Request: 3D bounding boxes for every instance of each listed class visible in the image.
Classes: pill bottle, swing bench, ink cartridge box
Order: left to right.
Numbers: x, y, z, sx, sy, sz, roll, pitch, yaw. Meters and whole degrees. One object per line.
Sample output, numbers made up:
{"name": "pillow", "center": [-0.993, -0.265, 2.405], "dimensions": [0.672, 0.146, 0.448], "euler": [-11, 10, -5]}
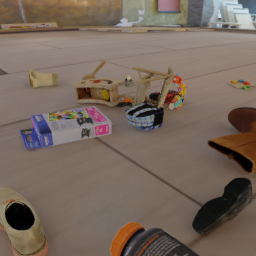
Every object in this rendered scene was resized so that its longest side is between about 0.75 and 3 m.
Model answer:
{"name": "ink cartridge box", "center": [-2.221, -0.077, 9.818], "dimensions": [2.914, 0.611, 1.739], "euler": [-13, 28, -23]}
{"name": "swing bench", "center": [0.914, -1.498, 11.172], "dimensions": [1.623, 1.615, 1.053], "euler": [-1, 47, -13]}
{"name": "pill bottle", "center": [0.619, 2.248, 4.228], "dimensions": [1.067, 1.067, 2.009], "euler": [-21, 33, -38]}

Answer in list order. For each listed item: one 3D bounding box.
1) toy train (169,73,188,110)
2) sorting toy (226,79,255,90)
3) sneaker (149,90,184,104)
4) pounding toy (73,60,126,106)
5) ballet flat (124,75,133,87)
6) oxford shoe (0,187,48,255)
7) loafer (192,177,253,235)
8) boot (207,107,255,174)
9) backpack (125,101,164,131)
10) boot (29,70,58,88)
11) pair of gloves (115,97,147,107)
{"name": "toy train", "center": [1.984, -1.504, 11.723], "dimensions": [0.410, 1.476, 1.109], "euler": [20, 9, 41]}
{"name": "sorting toy", "center": [6.186, -2.345, 15.014], "dimensions": [1.177, 0.234, 1.593], "euler": [-5, 25, -11]}
{"name": "sneaker", "center": [1.695, -1.413, 12.658], "dimensions": [1.564, 0.553, 0.764], "euler": [0, 26, -5]}
{"name": "pounding toy", "center": [-1.493, -2.029, 12.475], "dimensions": [1.712, 1.718, 2.994], "euler": [-21, 26, -35]}
{"name": "ballet flat", "center": [0.035, -2.661, 15.447], "dimensions": [0.473, 0.473, 1.314], "euler": [-1, 25, -2]}
{"name": "oxford shoe", "center": [-2.256, 1.687, 5.708], "dimensions": [0.795, 0.829, 2.246], "euler": [-20, 32, -36]}
{"name": "loafer", "center": [2.065, 1.745, 5.891], "dimensions": [1.643, 0.594, 0.598], "euler": [-32, 20, -16]}
{"name": "boot", "center": [3.492, 0.296, 8.703], "dimensions": [2.823, 0.967, 2.657], "euler": [-14, 40, -30]}
{"name": "backpack", "center": [0.538, -0.379, 10.115], "dimensions": [1.233, 0.830, 1.126], "euler": [-18, 31, -36]}
{"name": "boot", "center": [-4.616, -2.759, 15.338], "dimensions": [1.511, 0.707, 1.944], "euler": [-9, 28, -18]}
{"name": "pair of gloves", "center": [0.431, -1.062, 12.291], "dimensions": [1.708, 0.237, 1.917], "euler": [-15, 30, -29]}
